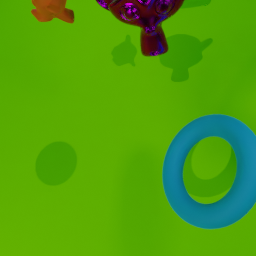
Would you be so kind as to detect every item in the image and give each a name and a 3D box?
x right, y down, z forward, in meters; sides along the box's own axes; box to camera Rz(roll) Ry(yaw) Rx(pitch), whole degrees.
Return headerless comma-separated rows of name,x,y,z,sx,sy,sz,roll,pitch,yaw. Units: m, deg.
ring,1.359,0.704,4.819,0.391,1.956,1.956,20,66,-35
monkey head,0.351,-1.982,4.589,1.896,1.364,1.143,-6,46,12
monkey head,-1.148,-2.048,4.461,0.808,0.677,1.123,10,59,-31
